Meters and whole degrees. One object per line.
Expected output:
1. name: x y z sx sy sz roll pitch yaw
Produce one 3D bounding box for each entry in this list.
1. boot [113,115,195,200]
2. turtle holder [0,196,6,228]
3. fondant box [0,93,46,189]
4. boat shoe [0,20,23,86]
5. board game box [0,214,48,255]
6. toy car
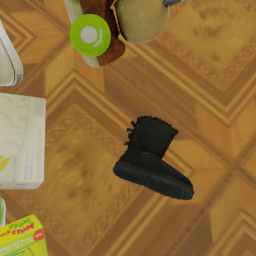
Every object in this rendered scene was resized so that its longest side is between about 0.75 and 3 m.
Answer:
1. boot: 0.457 0.373 3.969 1.216 0.450 0.996 17 55 19
2. turtle holder: -2.898 1.895 4.568 1.908 1.783 2.511 -21 52 -26
3. fondant box: -2.370 0.182 4.356 2.032 0.592 1.466 4 68 -25
4. boat shoe: -3.112 -1.922 5.645 0.916 0.837 2.546 -29 88 39
5. board game box: -1.530 2.149 3.870 0.848 0.398 1.670 -16 112 -36
6. toy car: 0.062 -2.399 5.426 2.465 2.024 1.945 -16 101 0
